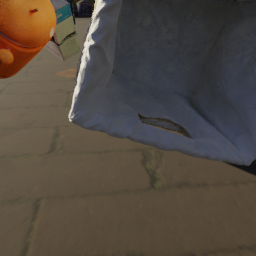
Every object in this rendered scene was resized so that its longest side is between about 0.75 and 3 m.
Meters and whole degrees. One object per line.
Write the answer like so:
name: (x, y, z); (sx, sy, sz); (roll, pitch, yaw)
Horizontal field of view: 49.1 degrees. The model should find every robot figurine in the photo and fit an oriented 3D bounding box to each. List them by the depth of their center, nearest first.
robot figurine: (-2.148, -1.702, 4.945); (2.212, 1.290, 1.591); (-28, 12, 36)

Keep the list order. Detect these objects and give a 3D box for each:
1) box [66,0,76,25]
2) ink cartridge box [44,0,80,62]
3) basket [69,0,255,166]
box: (-2.562, -4.163, 9.514); (1.403, 0.381, 1.751); (-9, 65, 0)
ink cartridge box: (-2.096, -2.890, 7.911); (1.189, 1.639, 0.686); (38, 66, 23)
basket: (0.675, -1.165, 3.624); (2.417, 2.439, 1.961); (14, 20, -17)
